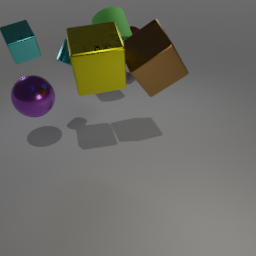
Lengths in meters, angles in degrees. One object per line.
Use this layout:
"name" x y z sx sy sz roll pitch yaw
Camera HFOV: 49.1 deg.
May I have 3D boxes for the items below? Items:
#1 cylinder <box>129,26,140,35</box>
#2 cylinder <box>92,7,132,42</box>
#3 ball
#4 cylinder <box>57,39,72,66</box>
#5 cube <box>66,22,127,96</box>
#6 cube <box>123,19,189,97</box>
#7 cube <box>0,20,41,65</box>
"cylinder" 0.107 -4.374 14.815 1.400 1.400 1.400 23 68 32
"cylinder" -0.627 -4.009 11.640 1.400 1.400 1.400 -20 -8 -3
"ball" -3.141 -1.049 9.307 1.400 1.400 1.400 0 32 0
"cylinder" -1.817 -2.361 8.934 0.700 0.700 0.700 24 7 -3
"cube" -0.881 -1.959 7.951 1.400 1.400 1.400 -11 50 -7
"cube" 0.772 -2.104 8.570 1.400 1.400 1.400 -31 51 14
"cube" -2.762 -2.210 7.231 0.700 0.700 0.700 -25 65 -16
